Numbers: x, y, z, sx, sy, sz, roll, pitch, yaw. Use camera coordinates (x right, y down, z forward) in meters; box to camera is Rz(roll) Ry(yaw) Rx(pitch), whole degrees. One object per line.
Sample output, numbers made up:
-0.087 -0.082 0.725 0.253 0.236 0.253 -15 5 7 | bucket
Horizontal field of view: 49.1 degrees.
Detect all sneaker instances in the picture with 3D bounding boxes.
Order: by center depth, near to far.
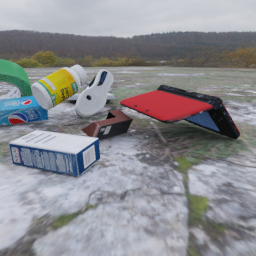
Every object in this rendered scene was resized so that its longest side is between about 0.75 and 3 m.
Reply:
-1.515 -1.096 11.274 1.482 0.968 2.650 -38 18 46 | sneaker

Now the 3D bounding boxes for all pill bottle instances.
-2.118 -1.354 8.924 1.648 0.929 0.929 -38 35 -31 | pill bottle

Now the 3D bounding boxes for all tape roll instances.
-4.647 -1.267 9.488 2.615 0.629 2.615 -19 -21 -8 | tape roll

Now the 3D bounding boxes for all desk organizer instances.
-0.557 -0.099 7.742 0.558 0.520 1.450 38 29 24 | desk organizer

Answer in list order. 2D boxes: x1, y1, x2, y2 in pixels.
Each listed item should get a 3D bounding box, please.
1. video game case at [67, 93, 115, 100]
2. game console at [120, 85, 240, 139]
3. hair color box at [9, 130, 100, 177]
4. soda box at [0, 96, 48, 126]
-1.863 -1.544 13.710 2.173 0.240 1.978 -3 9 -10 | video game case
1.418 -0.278 8.008 1.547 2.246 2.606 -47 32 -8 | game console
-1.537 0.490 5.915 1.712 0.518 0.856 7 21 25 | hair color box
-3.653 -0.568 9.192 1.941 0.623 0.658 -8 42 -11 | soda box
